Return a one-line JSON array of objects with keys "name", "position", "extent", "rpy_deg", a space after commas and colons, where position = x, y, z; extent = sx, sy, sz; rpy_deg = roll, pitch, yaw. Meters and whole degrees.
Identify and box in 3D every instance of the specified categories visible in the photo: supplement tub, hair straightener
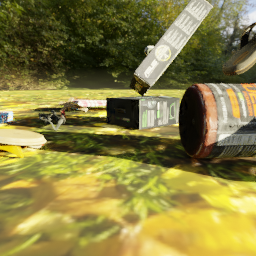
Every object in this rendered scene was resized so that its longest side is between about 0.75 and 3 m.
[{"name": "supplement tub", "position": [2.712, -0.173, 6.054], "extent": [2.977, 1.592, 1.592], "rpy_deg": [-2, 10, -9]}, {"name": "hair straightener", "position": [-2.822, -0.290, 10.363], "extent": [1.000, 0.532, 2.598], "rpy_deg": [-3, 14, -12]}]

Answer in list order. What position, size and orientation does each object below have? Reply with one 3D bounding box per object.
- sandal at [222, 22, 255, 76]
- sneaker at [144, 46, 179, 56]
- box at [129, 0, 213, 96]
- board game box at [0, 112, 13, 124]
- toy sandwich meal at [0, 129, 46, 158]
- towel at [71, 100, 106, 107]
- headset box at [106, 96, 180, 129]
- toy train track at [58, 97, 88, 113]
[{"name": "sandal", "position": [3.217, -2.289, 7.178], "extent": [2.390, 0.652, 0.977], "rpy_deg": [-43, 21, -8]}, {"name": "sneaker", "position": [1.482, -3.291, 12.282], "extent": [1.508, 0.557, 0.598], "rpy_deg": [-1, 26, 3]}, {"name": "box", "position": [1.072, -2.153, 7.872], "extent": [0.634, 2.582, 2.081], "rpy_deg": [38, -2, -4]}, {"name": "board game box", "position": [-5.410, -0.418, 11.159], "extent": [1.198, 0.342, 1.224], "rpy_deg": [0, 10, -3]}, {"name": "toy sandwich meal", "position": [-2.601, 0.358, 6.406], "extent": [1.425, 0.488, 1.425], "rpy_deg": [8, 7, -1]}, {"name": "towel", "position": [-1.558, -1.299, 15.307], "extent": [2.914, 0.436, 2.132], "rpy_deg": [-1, 6, -22]}, {"name": "headset box", "position": [0.480, -0.639, 10.419], "extent": [2.212, 1.026, 1.926], "rpy_deg": [-8, 13, -39]}, {"name": "toy train track", "position": [-2.878, -1.071, 14.755], "extent": [1.829, 0.298, 1.049], "rpy_deg": [15, 57, 27]}]
